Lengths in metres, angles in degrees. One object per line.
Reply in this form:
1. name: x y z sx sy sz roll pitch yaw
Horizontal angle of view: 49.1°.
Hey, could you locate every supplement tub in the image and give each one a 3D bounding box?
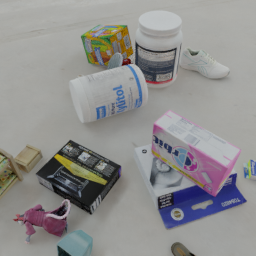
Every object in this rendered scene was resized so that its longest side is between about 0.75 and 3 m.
1. supplement tub: 1.279 -3.332 12.096 1.960 2.793 1.960 0 47 0
2. supplement tub: -0.751 -1.357 10.946 2.681 1.769 1.769 -19 49 -16

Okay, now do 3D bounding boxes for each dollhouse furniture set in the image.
1. dollhouse furniture set: -4.597 1.010 8.906 2.317 1.456 2.620 19 50 17

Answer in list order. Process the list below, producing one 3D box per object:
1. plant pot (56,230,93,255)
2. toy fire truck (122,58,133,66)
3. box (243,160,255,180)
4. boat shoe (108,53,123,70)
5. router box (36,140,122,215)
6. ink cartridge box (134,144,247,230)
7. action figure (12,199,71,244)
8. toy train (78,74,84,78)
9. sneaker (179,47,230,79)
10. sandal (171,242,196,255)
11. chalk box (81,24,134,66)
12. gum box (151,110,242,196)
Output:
1. plant pot: -1.328 3.173 7.396 0.749 0.751 0.765 26 42 23
2. toy fire truck: -0.443 -2.611 12.896 1.198 0.800 1.427 7 43 32
3. box: 4.477 1.452 9.318 1.132 0.270 0.690 10 46 9
4. boat shoe: -0.544 -2.494 11.843 0.570 1.550 0.518 42 38 17
5. router box: -1.556 1.501 9.051 2.174 0.568 1.709 25 51 22
6. ink cartridge box: 1.938 1.478 9.074 2.834 0.577 2.840 -14 48 -13
7. action figure: -2.408 2.564 7.753 1.520 1.132 1.018 8 51 -12
8. toy train: -1.725 -1.691 12.205 1.627 0.452 1.222 29 51 21
9. sneaker: 3.579 -3.048 13.110 2.447 0.981 0.861 23 49 19
10. sandal: 1.678 3.472 7.340 0.521 0.348 1.275 -32 54 -26
11. chalk box: -1.196 -4.014 13.508 2.365 1.476 1.466 15 46 35
12. gum box: 1.843 0.682 8.406 2.561 1.453 0.847 33 55 27
